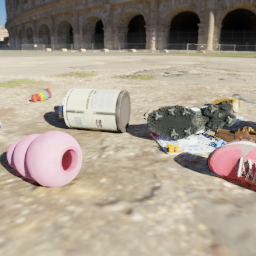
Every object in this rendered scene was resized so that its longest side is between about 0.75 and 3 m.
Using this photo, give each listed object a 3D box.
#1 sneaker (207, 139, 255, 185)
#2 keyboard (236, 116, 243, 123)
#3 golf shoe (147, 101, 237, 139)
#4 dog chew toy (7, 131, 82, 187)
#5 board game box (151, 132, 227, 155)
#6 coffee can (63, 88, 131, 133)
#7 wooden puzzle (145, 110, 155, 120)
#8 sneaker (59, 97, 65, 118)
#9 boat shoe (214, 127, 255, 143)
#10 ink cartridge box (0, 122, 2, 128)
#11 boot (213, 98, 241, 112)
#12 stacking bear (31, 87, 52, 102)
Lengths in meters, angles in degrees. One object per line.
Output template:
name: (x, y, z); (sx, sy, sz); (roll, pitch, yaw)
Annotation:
sneaker: (2.845, 0.846, 5.739); (2.390, 0.881, 1.037); (6, 19, 17)
keyboard: (3.230, -0.522, 11.260); (2.537, 0.135, 0.714); (11, 16, 30)
golf shoe: (1.876, -0.196, 8.684); (2.678, 1.041, 1.265); (-4, -2, -3)
dog chew toy: (-1.930, 0.634, 6.159); (1.892, 1.178, 1.178); (2, 16, 35)
board game box: (1.780, 0.309, 8.475); (1.782, 0.231, 1.783); (-4, 19, -11)
coffee can: (-0.986, -0.612, 9.380); (1.902, 1.392, 1.392); (5, 19, 15)
wooden puzzle: (1.238, -0.584, 11.314); (0.994, 0.172, 1.473); (4, 18, 11)
sneaker: (-2.257, -0.803, 11.461); (0.911, 0.595, 1.628); (2, 26, -5)
boat shoe: (3.391, 0.243, 8.048); (1.818, 0.614, 0.654); (15, 24, 39)
ink cartridge box: (-5.104, -0.068, 9.550); (1.326, 0.315, 1.342); (-10, 22, -33)
boot: (4.227, -1.003, 12.176); (1.117, 0.549, 1.560); (4, 14, 30)
stacking bear: (-4.305, -1.565, 13.775); (0.979, 0.556, 0.594); (-30, 14, -40)
